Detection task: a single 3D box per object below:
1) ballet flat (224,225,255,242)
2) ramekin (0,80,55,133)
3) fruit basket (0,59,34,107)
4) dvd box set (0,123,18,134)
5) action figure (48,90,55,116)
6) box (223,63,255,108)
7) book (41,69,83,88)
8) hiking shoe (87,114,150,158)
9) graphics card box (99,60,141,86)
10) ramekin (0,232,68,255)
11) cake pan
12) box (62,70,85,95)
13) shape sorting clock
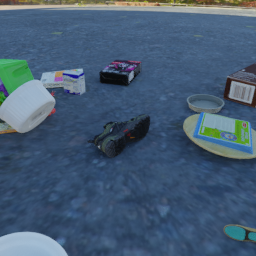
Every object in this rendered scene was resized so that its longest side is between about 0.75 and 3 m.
[{"bbox_3d":[2.423,2.173,5.766,0.890,0.306,0.281,11,3,14],"label":"ballet flat"},{"bbox_3d":[-3.260,-0.660,9.268,0.865,1.775,1.775,43,39,2],"label":"ramekin"},{"bbox_3d":[-4.820,-1.288,9.849,2.735,1.973,2.735,-12,28,7],"label":"fruit basket"},{"bbox_3d":[-4.218,-0.010,9.720,0.849,0.125,0.621,-8,28,-13],"label":"dvd box set"},{"bbox_3d":[-3.328,-1.055,10.889,1.873,0.611,0.927,23,69,33],"label":"action figure"},{"bbox_3d":[5.617,-1.971,12.282,1.479,1.107,2.954,24,36,37],"label":"box"},{"bbox_3d":[-3.196,-2.393,13.685,1.999,0.480,1.335,-5,32,-6],"label":"book"},{"bbox_3d":[-0.205,0.018,8.933,1.132,0.852,2.249,26,39,32],"label":"hiking shoe"},{"bbox_3d":[-0.333,-2.891,14.385,1.509,0.612,2.406,10,32,16],"label":"graphics card box"},{"bbox_3d":[-1.702,2.517,4.330,1.596,0.778,1.596,9,31,-5],"label":"ramekin"},{"bbox_3d":[3.106,-0.971,11.299,1.464,0.269,1.464,0,29,0],"label":"cake pan"},{"bbox_3d":[-2.411,-2.032,12.496,0.871,0.947,0.497,12,31,20],"label":"box"},{"bbox_3d":[3.033,0.210,8.936,2.557,0.502,2.557,4,28,-2],"label":"shape sorting clock"}]
